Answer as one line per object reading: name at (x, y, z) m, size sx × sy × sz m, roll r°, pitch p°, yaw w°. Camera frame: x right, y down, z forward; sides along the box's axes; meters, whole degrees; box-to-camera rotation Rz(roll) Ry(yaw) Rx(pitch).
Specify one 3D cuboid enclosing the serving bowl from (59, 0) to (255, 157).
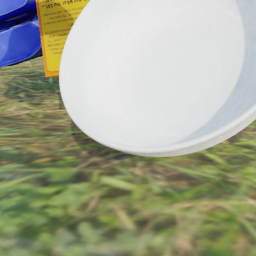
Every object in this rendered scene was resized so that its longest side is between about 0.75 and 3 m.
serving bowl at (0.532, -0.886, 3.486) m, size 2.778 × 2.778 × 0.914 m, roll 15°, pitch -14°, yaw 30°

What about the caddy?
caddy at (-3.134, -2.721, 7.331) m, size 2.936 × 2.076 × 1.541 m, roll -13°, pitch 21°, yaw 13°

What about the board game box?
board game box at (-0.158, -2.662, 6.518) m, size 2.788 × 2.785 × 2.786 m, roll -3°, pitch 7°, yaw 16°
